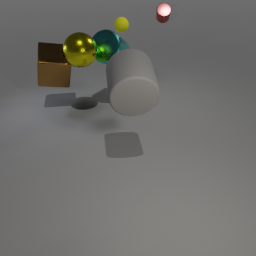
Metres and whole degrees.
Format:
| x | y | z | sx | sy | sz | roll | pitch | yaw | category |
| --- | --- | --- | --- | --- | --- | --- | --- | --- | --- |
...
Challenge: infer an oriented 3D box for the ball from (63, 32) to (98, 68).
| x | y | z | sx | sy | sz | roll | pitch | yaw | category |
| --- | --- | --- | --- | --- | --- | --- | --- | --- | --- |
| -1.935 | -3.151 | 11.354 | 1.400 | 1.400 | 1.400 | 0 | 30 | 0 | ball |

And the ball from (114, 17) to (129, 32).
| x | y | z | sx | sy | sz | roll | pitch | yaw | category |
| --- | --- | --- | --- | --- | --- | --- | --- | --- | --- |
| -0.315 | -5.010 | 13.587 | 0.700 | 0.700 | 0.700 | 0 | 30 | 0 | ball |

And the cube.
| x | y | z | sx | sy | sz | roll | pitch | yaw | category |
| --- | --- | --- | --- | --- | --- | --- | --- | --- | --- |
| -3.311 | -2.807 | 12.557 | 1.400 | 1.400 | 1.400 | 0 | 53 | -16 | cube |

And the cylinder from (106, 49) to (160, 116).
| x | y | z | sx | sy | sz | roll | pitch | yaw | category |
| --- | --- | --- | --- | --- | --- | --- | --- | --- | --- |
| 0.106 | -1.294 | 7.994 | 1.400 | 1.400 | 1.400 | -3 | 47 | -6 | cylinder |

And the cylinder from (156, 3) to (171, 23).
| x | y | z | sx | sy | sz | roll | pitch | yaw | category |
| --- | --- | --- | --- | --- | --- | --- | --- | --- | --- |
| 1.753 | -5.694 | 13.894 | 0.700 | 0.700 | 0.700 | 2 | -6 | 3 | cylinder |

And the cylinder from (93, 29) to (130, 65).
| x | y | z | sx | sy | sz | roll | pitch | yaw | category |
| --- | --- | --- | --- | --- | --- | --- | --- | --- | --- |
| -0.778 | -3.510 | 12.506 | 1.400 | 1.400 | 1.400 | 11 | 6 | 18 | cylinder |
